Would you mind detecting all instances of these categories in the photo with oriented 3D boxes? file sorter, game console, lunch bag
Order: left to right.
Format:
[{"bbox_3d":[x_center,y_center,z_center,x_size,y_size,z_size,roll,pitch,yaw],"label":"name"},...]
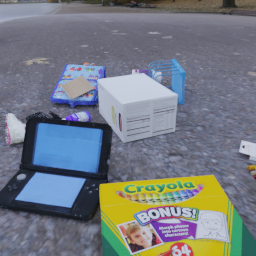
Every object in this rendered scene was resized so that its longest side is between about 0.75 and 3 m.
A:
[{"bbox_3d":[-1.972,0.985,7.650,2.716,1.581,2.388,5,29,10],"label":"game console"},{"bbox_3d":[-2.356,-1.858,13.598,2.089,1.306,2.775,5,41,7],"label":"lunch bag"},{"bbox_3d":[1.843,-2.271,13.697,1.399,1.583,2.281,-4,29,-1],"label":"file sorter"}]

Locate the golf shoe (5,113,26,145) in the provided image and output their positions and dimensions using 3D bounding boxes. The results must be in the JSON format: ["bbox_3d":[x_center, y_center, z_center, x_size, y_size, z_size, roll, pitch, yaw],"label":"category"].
[{"bbox_3d":[-4.170,0.028,10.512,0.851,0.700,1.859,0,31,-26],"label":"golf shoe"}]

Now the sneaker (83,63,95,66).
[{"bbox_3d":[-2.721,-3.886,17.880,0.738,0.511,1.318,10,20,26],"label":"sneaker"}]

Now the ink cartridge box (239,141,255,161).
[{"bbox_3d":[4.186,0.775,9.483,0.767,0.195,0.870,14,31,22],"label":"ink cartridge box"}]

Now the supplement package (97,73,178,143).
[{"bbox_3d":[0.265,-0.943,11.190,2.212,1.574,2.840,-12,30,-20],"label":"supplement package"}]

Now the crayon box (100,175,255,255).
[{"bbox_3d":[0.903,2.202,6.130,2.967,0.865,2.560,-3,29,-6],"label":"crayon box"}]

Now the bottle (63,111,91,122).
[{"bbox_3d":[-2.089,-0.361,11.266,1.166,0.381,0.487,-16,45,-38],"label":"bottle"}]

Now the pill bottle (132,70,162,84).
[{"bbox_3d":[1.007,-2.738,15.254,1.569,0.874,0.874,0,28,0],"label":"pill bottle"}]

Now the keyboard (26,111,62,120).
[{"bbox_3d":[-3.256,-0.363,11.387,2.068,0.410,1.077,26,38,38],"label":"keyboard"}]

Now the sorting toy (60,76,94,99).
[{"bbox_3d":[-2.313,-1.843,12.807,1.231,0.225,1.140,-27,54,-21],"label":"sorting toy"}]

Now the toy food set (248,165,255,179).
[{"bbox_3d":[3.929,1.302,8.258,0.362,0.384,0.805,-5,-2,-9],"label":"toy food set"}]
